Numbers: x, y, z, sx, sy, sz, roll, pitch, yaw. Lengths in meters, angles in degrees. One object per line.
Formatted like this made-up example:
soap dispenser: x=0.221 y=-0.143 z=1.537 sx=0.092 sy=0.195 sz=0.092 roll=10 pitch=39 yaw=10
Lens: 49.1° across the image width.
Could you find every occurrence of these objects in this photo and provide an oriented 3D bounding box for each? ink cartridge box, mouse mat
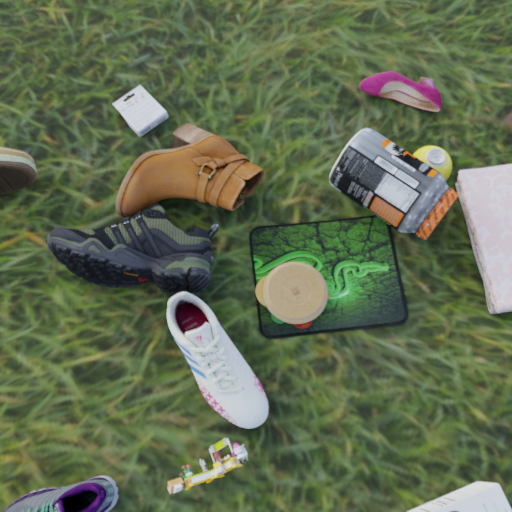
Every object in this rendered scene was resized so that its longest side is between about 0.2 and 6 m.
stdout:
ink cartridge box: x=-2.347 y=-2.935 z=11.344 sx=0.736 sy=0.229 sz=0.915 roll=-39 pitch=70 yaw=-13
mouse mat: x=1.284 y=0.335 z=10.170 sx=2.676 sy=0.101 sz=2.153 roll=-6 pitch=70 yaw=-2

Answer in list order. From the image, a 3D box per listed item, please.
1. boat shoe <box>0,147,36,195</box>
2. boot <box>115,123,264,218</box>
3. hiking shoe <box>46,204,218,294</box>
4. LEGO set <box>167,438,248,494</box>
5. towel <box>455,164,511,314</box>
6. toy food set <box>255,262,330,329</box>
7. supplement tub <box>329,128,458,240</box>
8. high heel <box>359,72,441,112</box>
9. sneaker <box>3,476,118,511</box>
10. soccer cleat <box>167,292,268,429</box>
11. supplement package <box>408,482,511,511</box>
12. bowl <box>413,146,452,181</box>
boat shoe: x=-5.600 y=-1.842 z=10.532 sx=2.996 sy=1.073 sz=1.141 roll=-1 pitch=58 yaw=0
boot: x=-1.197 y=-1.248 z=10.351 sx=1.897 sy=0.937 sz=2.444 roll=34 pitch=61 yaw=16
hiking shoe: x=-2.162 y=-0.226 z=9.985 sx=2.910 sy=1.102 sz=1.465 roll=11 pitch=58 yaw=-3
LEGO set: x=-0.785 y=3.261 z=8.830 sx=1.334 sy=0.613 sz=0.496 roll=-24 pitch=62 yaw=-2
towel: x=5.287 y=-0.402 z=10.247 sx=2.744 sy=0.463 sz=2.873 roll=-6 pitch=69 yaw=-2
toy food set: x=0.680 y=0.676 z=9.860 sx=1.187 sy=0.289 sz=1.175 roll=-36 pitch=73 yaw=-15
supplement tub: x=2.482 y=-1.272 z=10.136 sx=2.071 sy=1.269 sz=1.269 roll=37 pitch=74 yaw=12
high heel: x=2.911 y=-3.227 z=11.269 sx=1.630 sy=0.549 sz=0.782 roll=2 pitch=58 yaw=-13
sneaker: x=-3.132 y=3.820 z=8.427 sx=1.987 sy=0.870 sz=0.739 roll=-21 pitch=71 yaw=-8
soccer cleat: x=-0.717 y=1.684 z=9.111 sx=0.890 sy=1.100 sz=2.548 roll=-34 pitch=73 yaw=-12
supplement package: x=2.932 y=4.110 z=8.302 sx=1.626 sy=0.891 sz=0.925 roll=-20 pitch=71 yaw=-7
bowl: x=3.409 y=-1.809 z=10.782 sx=0.827 sy=0.445 sz=0.827 roll=0 pitch=69 yaw=-1
